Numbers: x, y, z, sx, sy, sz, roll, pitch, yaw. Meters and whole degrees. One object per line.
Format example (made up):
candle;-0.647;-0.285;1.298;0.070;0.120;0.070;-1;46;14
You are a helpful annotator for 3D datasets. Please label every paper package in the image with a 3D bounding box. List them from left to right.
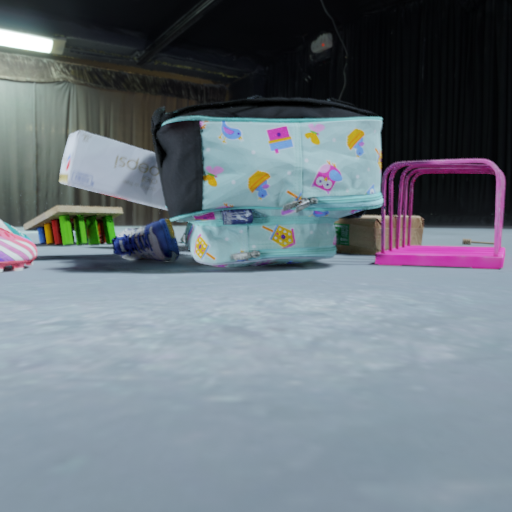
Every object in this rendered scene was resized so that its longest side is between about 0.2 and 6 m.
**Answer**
paper package;2.565;-0.481;12.422;1.554;0.844;1.631;-3;6;-37

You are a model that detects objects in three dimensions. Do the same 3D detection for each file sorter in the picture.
file sorter;3.446;-0.783;10.128;1.959;1.768;2.819;2;5;24

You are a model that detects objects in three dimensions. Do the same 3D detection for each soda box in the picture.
soda box;-2.100;-1.478;10.899;3.129;0.996;1.066;14;1;-29

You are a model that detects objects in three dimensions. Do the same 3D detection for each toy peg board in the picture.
toy peg board;-5.159;-0.659;15.982;2.042;1.003;2.050;-17;-10;41

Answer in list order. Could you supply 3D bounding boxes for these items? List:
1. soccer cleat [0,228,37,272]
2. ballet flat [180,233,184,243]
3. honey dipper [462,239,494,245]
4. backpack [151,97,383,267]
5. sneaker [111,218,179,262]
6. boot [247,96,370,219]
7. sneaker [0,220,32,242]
soccer cleat;-3.977;-0.213;7.925;0.821;0.942;2.463;1;5;17
ballet flat;-2.005;-0.693;17.528;0.576;0.544;1.709;1;4;6
honey dipper;6.323;-0.369;15.786;0.958;0.182;0.182;6;7;30
backpack;0.276;-1.249;9.282;3.626;2.780;3.188;-11;8;-9
sneaker;-2.019;-0.179;10.004;0.909;0.776;2.062;-14;2;-25
boot;1.092;-2.201;12.091;2.614;3.111;1.188;-8;4;41
sneaker;-5.279;-0.266;10.141;2.884;1.118;1.149;8;-10;30
